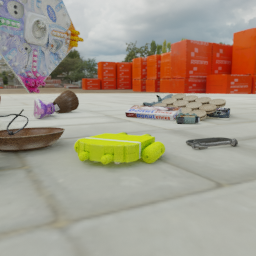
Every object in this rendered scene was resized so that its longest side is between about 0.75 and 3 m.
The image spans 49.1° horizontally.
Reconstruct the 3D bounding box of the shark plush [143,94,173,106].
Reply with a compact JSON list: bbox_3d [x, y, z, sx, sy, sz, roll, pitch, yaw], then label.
[{"bbox_3d":[1.662,-1.407,15.706,2.339,0.974,1.062,-5,10,-28],"label":"shark plush"}]

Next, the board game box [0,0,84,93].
[{"bbox_3d":[-2.384,-2.640,7.522,0.332,2.566,2.566,17,60,27],"label":"board game box"}]

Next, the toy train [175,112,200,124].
[{"bbox_3d":[2.311,-0.346,10.915,0.974,0.415,0.555,3,22,8],"label":"toy train"}]

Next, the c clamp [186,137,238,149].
[{"bbox_3d":[2.094,0.386,6.896,1.437,0.195,1.227,-6,5,-23],"label":"c clamp"}]

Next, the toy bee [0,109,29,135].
[{"bbox_3d":[-4.350,-0.577,7.411,2.897,1.575,1.896,-21,47,3],"label":"toy bee"}]

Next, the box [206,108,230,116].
[{"bbox_3d":[4.218,-0.810,13.864,1.486,0.372,1.497,3,10,24],"label":"box"}]

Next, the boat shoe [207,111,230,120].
[{"bbox_3d":[3.978,-0.578,12.371,0.434,0.358,1.159,-7,10,-26],"label":"boat shoe"}]

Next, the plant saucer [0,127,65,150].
[{"bbox_3d":[-2.533,0.248,6.862,1.959,0.358,1.959,-2,7,0],"label":"plant saucer"}]

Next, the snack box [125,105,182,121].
[{"bbox_3d":[1.110,-0.701,12.598,2.464,0.300,0.886,6,30,35],"label":"snack box"}]

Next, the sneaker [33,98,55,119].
[{"bbox_3d":[-3.911,-0.916,13.146,0.987,0.898,2.232,5,6,-19],"label":"sneaker"}]

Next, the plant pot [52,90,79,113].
[{"bbox_3d":[-3.487,-1.298,15.083,1.188,1.188,1.271,4,24,25],"label":"plant pot"}]

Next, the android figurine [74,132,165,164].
[{"bbox_3d":[-0.223,0.402,5.868,1.882,0.425,2.068,4,9,22],"label":"android figurine"}]

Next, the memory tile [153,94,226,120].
[{"bbox_3d":[2.797,-1.035,13.209,2.295,0.251,2.994,-28,29,-34],"label":"memory tile"}]
